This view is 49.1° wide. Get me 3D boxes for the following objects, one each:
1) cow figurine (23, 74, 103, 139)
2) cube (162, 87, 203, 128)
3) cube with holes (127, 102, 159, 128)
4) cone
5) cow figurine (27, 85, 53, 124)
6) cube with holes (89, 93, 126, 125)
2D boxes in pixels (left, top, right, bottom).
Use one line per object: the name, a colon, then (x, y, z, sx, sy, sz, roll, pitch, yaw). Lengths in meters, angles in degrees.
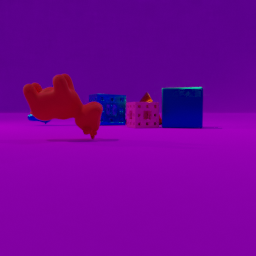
cow figurine: (-1.106, -0.317, 4.971, 1.261, 1.240, 0.692, -16, 12, 6)
cube: (1.739, -0.630, 8.885, 1.212, 1.212, 1.212, 1, 3, 14)
cube with holes: (0.458, -0.411, 8.848, 0.791, 0.791, 0.791, -1, 4, -20)
cone: (0.411, -0.460, 10.788, 1.397, 1.392, 1.392, -27, 2, 3)
cow figurine: (-2.771, -0.877, 10.085, 1.512, 1.537, 0.844, 4, 6, -9)
cube with holes: (-0.807, -0.697, 10.603, 1.114, 1.114, 1.114, 0, 4, -23)
